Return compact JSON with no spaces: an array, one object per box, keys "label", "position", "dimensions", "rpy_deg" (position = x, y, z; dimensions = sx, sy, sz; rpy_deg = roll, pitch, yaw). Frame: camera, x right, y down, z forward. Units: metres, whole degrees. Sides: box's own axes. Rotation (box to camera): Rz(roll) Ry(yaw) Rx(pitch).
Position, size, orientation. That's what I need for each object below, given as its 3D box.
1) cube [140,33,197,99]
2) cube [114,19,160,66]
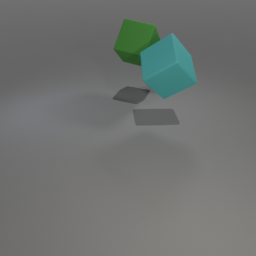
[{"label":"cube","position":[1.425,-2.154,9.988],"dimensions":[1.400,1.400,1.400],"rpy_deg":[-24,52,31]},{"label":"cube","position":[0.423,-3.574,11.969],"dimensions":[1.400,1.400,1.400],"rpy_deg":[19,-3,17]}]
